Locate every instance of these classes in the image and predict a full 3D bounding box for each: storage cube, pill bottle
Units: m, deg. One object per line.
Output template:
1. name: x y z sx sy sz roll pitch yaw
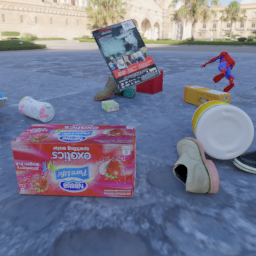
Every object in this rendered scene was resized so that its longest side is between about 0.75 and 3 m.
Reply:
1. storage cube: 1.301 -2.843 17.029 1.234 1.298 1.444 13 24 32
2. pill bottle: 2.782 -0.081 8.725 1.496 1.496 2.693 3 10 8

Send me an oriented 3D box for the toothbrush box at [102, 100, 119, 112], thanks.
1. toothbrush box: -0.844 -1.058 13.414 0.593 0.350 0.814 -9 22 -22

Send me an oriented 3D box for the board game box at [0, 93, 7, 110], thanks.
1. board game box: -6.283 -0.840 11.315 2.279 0.295 2.279 -14 -4 -35

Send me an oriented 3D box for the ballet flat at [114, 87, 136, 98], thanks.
1. ballet flat: -0.121 -2.092 16.052 1.960 0.665 0.709 12 14 43

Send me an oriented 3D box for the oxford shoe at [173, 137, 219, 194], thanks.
1. oxford shoe: 1.561 0.868 7.335 0.865 0.829 2.342 -4 20 -5

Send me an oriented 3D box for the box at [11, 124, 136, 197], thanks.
1. box: -1.181 0.748 6.813 2.750 1.371 1.313 1 20 4

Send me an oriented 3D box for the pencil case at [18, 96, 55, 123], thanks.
1. pencil case: -3.928 -0.818 12.003 1.852 0.840 0.770 19 -1 40

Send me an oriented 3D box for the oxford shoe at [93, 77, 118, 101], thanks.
1. oxford shoe: -1.007 -2.332 15.375 2.406 0.900 0.848 -37 31 -23

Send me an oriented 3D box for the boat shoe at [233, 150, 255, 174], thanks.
1. boat shoe: 4.117 0.745 7.746 2.494 0.776 0.930 -4 22 -6

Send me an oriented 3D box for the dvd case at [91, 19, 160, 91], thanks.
1. dvd case: -0.069 -3.132 11.882 2.012 2.756 0.303 -26 -1 -21

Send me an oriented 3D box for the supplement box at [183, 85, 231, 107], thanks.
1. supplement box: 3.858 -1.501 13.936 0.878 0.849 2.553 -7 21 -25

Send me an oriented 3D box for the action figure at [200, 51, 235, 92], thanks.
1. action figure: 3.090 -1.900 9.685 1.164 0.768 2.352 -35 16 39
